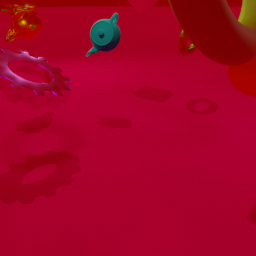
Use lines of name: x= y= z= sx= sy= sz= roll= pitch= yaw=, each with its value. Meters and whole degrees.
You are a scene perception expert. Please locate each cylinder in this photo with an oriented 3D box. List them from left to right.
cylinder: x=2.334 y=-1.062 z=4.690 sx=0.989 sy=0.989 sz=0.989 roll=22 pitch=26 yaw=38

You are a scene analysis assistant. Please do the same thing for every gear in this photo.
gear: x=-2.059 y=-1.048 z=5.832 sx=1.763 sy=0.326 sz=1.763 roll=23 pitch=28 yaw=-13

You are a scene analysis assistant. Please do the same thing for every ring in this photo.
ring: x=2.165 y=-3.078 z=9.321 sx=0.285 sy=1.424 sz=1.424 roll=36 pitch=40 yaw=26
ring: x=0.969 y=-1.618 z=2.659 sx=0.404 sy=2.021 sz=2.021 roll=2 pitch=20 yaw=46

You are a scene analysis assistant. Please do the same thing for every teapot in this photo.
teapot: x=-0.722 y=-2.657 z=8.101 sx=0.921 sy=1.480 sz=0.725 roll=38 pitch=13 yaw=5

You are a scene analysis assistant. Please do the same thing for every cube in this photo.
cube: x=0.474 y=-5.191 z=10.476 sx=1.039 sy=1.039 sz=1.039 roll=22 pitch=44 yaw=-53

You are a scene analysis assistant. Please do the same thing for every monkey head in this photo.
monkey head: x=-3.098 y=-3.062 z=8.113 sx=1.126 sy=0.943 sz=1.566 roll=16 pitch=37 yaw=17
